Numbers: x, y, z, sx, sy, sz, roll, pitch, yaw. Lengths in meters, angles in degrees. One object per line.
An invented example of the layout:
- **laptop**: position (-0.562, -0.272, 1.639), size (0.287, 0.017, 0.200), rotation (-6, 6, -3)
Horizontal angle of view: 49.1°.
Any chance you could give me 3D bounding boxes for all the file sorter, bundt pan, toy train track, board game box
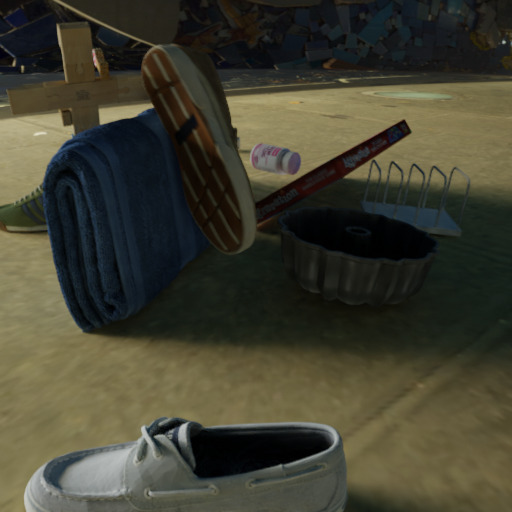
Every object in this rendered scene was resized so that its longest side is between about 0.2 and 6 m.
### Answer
- **file sorter**: position (3.246, -1.263, 11.619), size (1.885, 1.174, 1.308), rotation (6, 23, 0)
- **bundt pan**: position (1.521, 0.030, 8.871), size (2.531, 0.950, 2.531), rotation (7, 21, -3)
- **toy train track**: position (-2.819, -2.107, 9.208), size (2.092, 3.647, 0.593), rotation (-12, 50, -20)
- **board game box**: position (1.754, -1.964, 12.741), size (2.470, 0.467, 4.799), rotation (-29, 4, 36)

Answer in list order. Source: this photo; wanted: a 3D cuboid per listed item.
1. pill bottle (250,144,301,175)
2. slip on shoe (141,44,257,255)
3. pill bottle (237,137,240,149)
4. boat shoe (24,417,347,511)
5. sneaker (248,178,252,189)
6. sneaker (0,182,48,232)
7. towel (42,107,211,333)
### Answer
- **pill bottle**: position (0.418, -2.046, 11.930), size (1.002, 0.568, 0.568), rotation (19, 29, 35)
- **slip on shoe**: position (-0.650, -1.632, 8.410), size (0.976, 3.221, 1.225), rotation (-22, -4, -43)
- **pill bottle**: position (-1.000, -3.709, 18.374), size (0.925, 0.519, 0.519), rotation (2, 23, 5)
- **boat shoe**: position (-0.602, 1.845, 4.825), size (2.799, 0.959, 1.008), rotation (2, 23, 5)
- **sneaker**: position (-1.088, -2.208, 13.843), size (1.214, 1.325, 3.111), rotation (-11, 26, -25)
- **sneaker**: position (-4.184, -1.140, 11.476), size (2.692, 1.208, 0.903), rotation (4, 23, 8)
- **towel**: position (-1.667, -1.044, 9.319), size (1.177, 2.707, 4.849), rotation (3, 24, 19)
